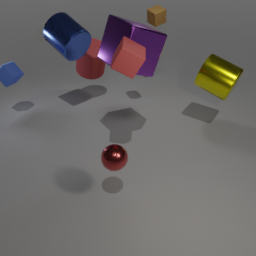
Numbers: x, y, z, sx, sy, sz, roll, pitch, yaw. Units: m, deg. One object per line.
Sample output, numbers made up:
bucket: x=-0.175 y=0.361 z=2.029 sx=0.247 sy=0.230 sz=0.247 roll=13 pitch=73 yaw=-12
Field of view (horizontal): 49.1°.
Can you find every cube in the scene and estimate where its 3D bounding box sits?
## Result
cube: x=0.010 y=-1.912 z=7.621 sx=0.700 sy=0.700 sz=0.700 roll=24 pitch=39 yaw=-16
cube: x=0.105 y=-2.576 z=8.855 sx=1.400 sy=1.400 sz=1.400 roll=-1 pitch=30 yaw=-39
cube: x=1.427 y=-5.582 z=13.950 sx=0.700 sy=0.700 sz=0.700 roll=-29 pitch=52 yaw=-19
cube: x=-5.003 y=-2.271 z=11.837 sx=0.700 sy=0.700 sz=0.700 roll=-35 pitch=11 yaw=28

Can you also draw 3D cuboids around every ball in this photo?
ball: x=-0.347 y=0.761 z=7.214 sx=0.700 sy=0.700 sz=0.700 roll=0 pitch=31 yaw=0

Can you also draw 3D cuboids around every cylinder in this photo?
cylinder: x=3.606 y=-2.018 z=11.147 sx=1.400 sy=1.400 sz=1.400 roll=33 pitch=41 yaw=16
cylinder: x=-2.443 y=-3.680 z=11.330 sx=1.400 sy=1.400 sz=1.400 roll=43 pitch=46 yaw=16
cylinder: x=-1.742 y=-3.276 z=13.299 sx=1.400 sy=1.400 sz=1.400 roll=6 pitch=53 yaw=-9
